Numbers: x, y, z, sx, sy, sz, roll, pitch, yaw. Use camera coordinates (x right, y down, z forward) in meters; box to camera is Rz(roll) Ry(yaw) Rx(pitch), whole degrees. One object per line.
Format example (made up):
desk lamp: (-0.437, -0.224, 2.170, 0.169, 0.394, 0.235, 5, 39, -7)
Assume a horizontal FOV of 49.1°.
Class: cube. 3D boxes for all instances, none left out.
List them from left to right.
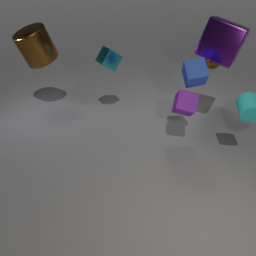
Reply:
cube: (-0.795, -2.849, 11.536, 0.700, 0.700, 0.700, 22, 14, -38)
cube: (2.007, -0.866, 9.864, 0.700, 0.700, 0.700, 14, -8, -2)
cube: (2.260, -1.859, 9.471, 0.700, 0.700, 0.700, -10, 73, 2)
cube: (3.534, -3.242, 10.473, 1.400, 1.400, 1.400, 29, 30, 15)

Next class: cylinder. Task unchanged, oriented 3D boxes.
cylinder: (-3.848, -3.438, 11.730, 1.400, 1.400, 1.400, -13, 42, 12)
cylinder: (3.873, -0.669, 8.974, 0.700, 0.700, 0.700, 3, 49, 5)

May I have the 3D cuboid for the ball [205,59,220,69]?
ball: (3.566, -2.822, 11.758, 0.700, 0.700, 0.700, 0, 30, 0)
